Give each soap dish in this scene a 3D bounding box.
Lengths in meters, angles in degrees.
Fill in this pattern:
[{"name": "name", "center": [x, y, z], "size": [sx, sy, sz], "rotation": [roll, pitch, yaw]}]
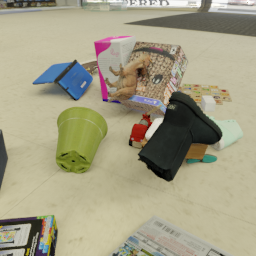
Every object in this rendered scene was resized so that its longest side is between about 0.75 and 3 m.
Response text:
[{"name": "soap dish", "center": [1.709, 0.334, 9.472], "size": [2.114, 0.858, 1.663], "rotation": [1, 26, 22]}]

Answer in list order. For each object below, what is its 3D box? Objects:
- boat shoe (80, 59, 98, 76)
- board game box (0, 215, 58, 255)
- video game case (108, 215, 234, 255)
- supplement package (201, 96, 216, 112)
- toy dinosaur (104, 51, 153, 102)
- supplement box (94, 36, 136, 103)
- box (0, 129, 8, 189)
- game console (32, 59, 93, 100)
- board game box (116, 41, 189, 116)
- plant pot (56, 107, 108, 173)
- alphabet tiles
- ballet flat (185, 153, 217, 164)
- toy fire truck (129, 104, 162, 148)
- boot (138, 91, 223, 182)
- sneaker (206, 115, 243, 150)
[{"name": "boat shoe", "center": [-2.557, -3.287, 15.973], "size": [2.987, 0.889, 1.073], "rotation": [-24, 6, -37]}, {"name": "board game box", "center": [-2.530, 2.905, 5.556], "size": [1.943, 0.667, 2.351], "rotation": [-4, 30, -3]}, {"name": "video game case", "center": [0.859, 2.866, 5.608], "size": [2.380, 0.262, 2.169], "rotation": [17, 29, 37]}, {"name": "supplement package", "center": [3.618, -1.104, 12.643], "size": [0.460, 0.454, 0.758], "rotation": [1, 30, 1]}, {"name": "toy dinosaur", "center": [0.053, -1.783, 10.874], "size": [1.617, 2.386, 1.024], "rotation": [8, 31, -28]}, {"name": "supplement box", "center": [-0.437, -2.708, 12.916], "size": [1.411, 2.788, 1.441], "rotation": [11, 32, 30]}, {"name": "box", "center": [-4.709, 1.102, 8.059], "size": [1.994, 1.239, 2.010], "rotation": [-6, 31, -10]}, {"name": "game console", "center": [-3.220, -2.386, 14.231], "size": [1.411, 2.035, 2.385], "rotation": [-32, 21, 34]}, {"name": "board game box", "center": [1.003, -2.085, 11.844], "size": [2.136, 2.680, 1.298], "rotation": [15, -10, 31]}, {"name": "plant pot", "center": [-1.608, 0.507, 8.979], "size": [1.743, 1.743, 1.655], "rotation": [2, 43, 3]}, {"name": "alphabet tiles", "center": [3.708, -1.752, 14.120], "size": [2.783, 0.088, 2.316], "rotation": [5, 30, 9]}, {"name": "ballet flat", "center": [2.383, 0.947, 9.201], "size": [1.069, 0.360, 0.340], "rotation": [-4, 36, -4]}, {"name": "toy fire truck", "center": [0.645, -0.124, 9.968], "size": [0.930, 1.446, 1.273], "rotation": [11, 31, 19]}, {"name": "boot", "center": [1.394, 0.473, 7.341], "size": [0.916, 2.399, 2.015], "rotation": [20, 77, 47]}, {"name": "sneaker", "center": [3.252, -0.124, 10.564], "size": [1.329, 0.829, 2.253], "rotation": [-18, 44, -18]}]
